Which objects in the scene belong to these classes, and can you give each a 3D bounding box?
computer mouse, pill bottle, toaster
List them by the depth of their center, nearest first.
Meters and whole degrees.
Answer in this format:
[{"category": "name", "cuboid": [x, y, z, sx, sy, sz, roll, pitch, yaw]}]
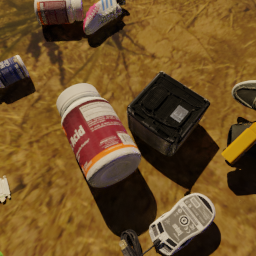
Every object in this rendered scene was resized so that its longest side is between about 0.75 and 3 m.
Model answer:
[{"category": "computer mouse", "cuboid": [1.221, 2.995, 7.923, 2.898, 0.636, 1.589, -33, 63, -9]}, {"category": "pill bottle", "cuboid": [-1.013, 0.140, 8.637, 1.711, 1.711, 2.996, -26, 61, -12]}, {"category": "toaster", "cuboid": [1.209, -0.382, 9.172, 2.054, 1.348, 2.272, 35, 69, 16]}, {"category": "pill bottle", "cuboid": [-4.499, -1.986, 10.254, 1.509, 0.838, 0.838, -30, 67, -14]}, {"category": "pill bottle", "cuboid": [-2.799, -4.865, 11.583, 1.853, 1.058, 1.058, -3, 63, -1]}]

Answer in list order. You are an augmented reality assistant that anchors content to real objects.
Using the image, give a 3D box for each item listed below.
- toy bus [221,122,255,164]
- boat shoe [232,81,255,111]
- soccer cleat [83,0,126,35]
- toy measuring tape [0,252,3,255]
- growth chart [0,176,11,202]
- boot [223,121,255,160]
[{"category": "toy bus", "cuboid": [3.468, 0.452, 8.401, 1.392, 0.545, 0.453, -48, 65, 13]}, {"category": "boat shoe", "cuboid": [4.275, -0.859, 8.510, 0.832, 0.924, 2.613, -10, 25, -40]}, {"category": "soccer cleat", "cuboid": [-0.925, -4.797, 11.646, 1.091, 0.883, 2.527, 22, 65, 11]}, {"category": "toy measuring tape", "cuboid": [-3.644, 4.011, 7.312, 0.820, 0.820, 2.228, -11, 64, -6]}, {"category": "growth chart", "cuboid": [-4.291, 1.980, 8.683, 1.237, 0.110, 0.895, -13, 65, -7]}, {"category": "boot", "cuboid": [4.314, -0.220, 9.257, 1.916, 1.073, 2.769, 14, 64, 7]}]
